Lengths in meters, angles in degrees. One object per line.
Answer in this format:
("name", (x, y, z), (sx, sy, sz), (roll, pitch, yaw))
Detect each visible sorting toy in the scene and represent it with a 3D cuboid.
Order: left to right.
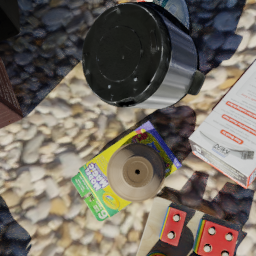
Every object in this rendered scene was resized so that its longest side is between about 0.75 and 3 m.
("sorting toy", (1.313, 2.872, 6.223), (2.098, 0.730, 2.086), (19, 77, 4))

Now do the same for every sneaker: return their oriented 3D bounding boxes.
("sneaker", (0.928, -3.493, 7.795), (1.218, 0.917, 2.606), (-19, 79, 14))

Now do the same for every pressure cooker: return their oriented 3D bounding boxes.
("pressure cooker", (0.425, -1.495, 6.448), (2.193, 2.455, 2.159), (-23, 79, 32))

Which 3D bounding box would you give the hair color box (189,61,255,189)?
("hair color box", (2.962, -0.198, 6.627), (2.818, 0.901, 1.563), (-46, 56, -11))

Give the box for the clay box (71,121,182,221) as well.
("clay box", (-0.082, 1.060, 6.735), (2.378, 0.566, 1.366), (-35, 81, -8))

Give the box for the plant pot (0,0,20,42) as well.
("plant pot", (-4.222, -3.394, 6.876), (2.697, 2.691, 2.393), (-23, 86, -6))

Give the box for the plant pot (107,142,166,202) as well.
("plant pot", (0.191, 0.959, 6.159), (1.344, 0.620, 1.344), (0, 80, -2))

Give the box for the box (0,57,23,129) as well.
("box", (-3.993, -1.003, 6.283), (2.019, 2.434, 1.999), (-23, 78, -5))
